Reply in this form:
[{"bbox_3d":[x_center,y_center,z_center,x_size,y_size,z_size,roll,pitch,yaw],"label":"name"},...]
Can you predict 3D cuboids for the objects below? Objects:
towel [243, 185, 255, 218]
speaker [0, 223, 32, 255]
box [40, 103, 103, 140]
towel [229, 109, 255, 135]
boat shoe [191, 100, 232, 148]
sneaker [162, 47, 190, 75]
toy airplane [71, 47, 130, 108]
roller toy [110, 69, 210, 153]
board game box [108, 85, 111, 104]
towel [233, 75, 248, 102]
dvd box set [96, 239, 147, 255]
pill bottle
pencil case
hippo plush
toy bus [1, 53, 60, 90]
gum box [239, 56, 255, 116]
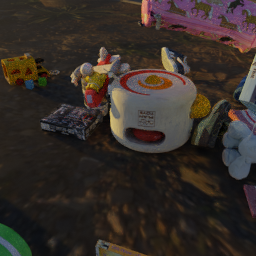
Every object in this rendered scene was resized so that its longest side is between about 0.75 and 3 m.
[{"bbox_3d":[3.110,1.568,5.790,1.247,0.142,0.899,6,31,7],"label":"towel"},{"bbox_3d":[-2.387,2.451,3.495,1.123,1.123,2.540,12,34,18],"label":"speaker"},{"bbox_3d":[-1.672,-0.228,8.397,1.490,0.371,1.175,11,34,17],"label":"box"},{"bbox_3d":[4.337,-0.213,8.520,2.068,0.235,1.490,-6,33,-9],"label":"towel"},{"bbox_3d":[2.517,-0.080,7.883,0.724,0.787,2.202,29,43,24],"label":"boat shoe"},{"bbox_3d":[2.058,-2.868,12.201,0.823,0.813,2.074,-9,44,-6],"label":"sneaker"},{"bbox_3d":[-0.834,-1.539,7.736,1.118,1.584,1.577,26,25,-52],"label":"toy airplane"},{"bbox_3d":[0.676,-0.593,7.672,2.305,1.765,2.526,-19,37,-27],"label":"roller toy"},{"bbox_3d":[-0.164,-1.121,9.637,1.428,0.310,1.421,-8,32,-34],"label":"board game box"},{"bbox_3d":[4.641,-1.476,10.262,1.147,0.499,2.055,17,36,26],"label":"towel"},{"bbox_3d":[-0.017,2.137,4.335,0.981,0.718,0.144,12,35,17],"label":"dvd box set"},{"bbox_3d":[-1.005,-1.080,8.762,0.790,1.389,0.790,-2,34,1],"label":"pill bottle"},{"bbox_3d":[1.552,-2.386,5.946,2.557,1.106,1.059,12,0,-4],"label":"pencil case"},{"bbox_3d":[3.066,0.413,6.462,1.289,1.604,1.277,3,53,-11],"label":"hippo plush"},{"bbox_3d":[-4.037,-2.462,11.324,1.891,1.035,2.004,6,33,9],"label":"toy bus"},{"bbox_3d":[2.790,-0.914,5.666,0.321,1.226,1.443,22,3,37],"label":"gum box"}]
